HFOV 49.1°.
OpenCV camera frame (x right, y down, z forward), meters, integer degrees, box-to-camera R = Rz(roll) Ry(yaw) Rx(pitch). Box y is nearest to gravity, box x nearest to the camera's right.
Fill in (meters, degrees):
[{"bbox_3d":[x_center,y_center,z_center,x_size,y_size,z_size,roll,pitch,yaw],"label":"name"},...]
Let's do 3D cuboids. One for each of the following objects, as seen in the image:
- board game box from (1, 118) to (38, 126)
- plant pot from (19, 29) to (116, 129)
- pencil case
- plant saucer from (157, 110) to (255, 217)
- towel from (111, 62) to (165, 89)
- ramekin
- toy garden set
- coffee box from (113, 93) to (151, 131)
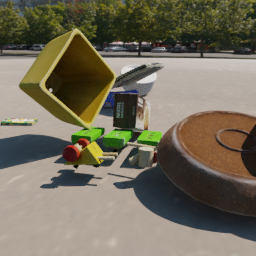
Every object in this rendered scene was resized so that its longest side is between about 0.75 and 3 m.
[{"bbox_3d":[-3.384,-0.193,8.758,0.988,0.116,0.517,1,20,1],"label":"board game box"},{"bbox_3d":[-1.626,-1.101,6.790,1.681,1.632,1.643,4,60,40],"label":"plant pot"},{"bbox_3d":[-0.288,-1.159,10.885,1.552,0.674,0.606,-4,8,-8],"label":"pencil case"},{"bbox_3d":[1.796,0.342,4.722,2.593,0.447,2.593,1,30,0],"label":"plant saucer"},{"bbox_3d":[0.199,-1.969,10.915,2.174,0.375,2.093,-20,4,28],"label":"towel"},{"bbox_3d":[0.470,-2.296,13.579,1.771,0.825,1.771,5,40,-5],"label":"ramekin"},{"bbox_3d":[0.054,0.466,5.786,2.549,0.509,2.125,4,10,10],"label":"toy garden set"},{"bbox_3d":[0.134,-0.368,7.269,0.593,0.839,1.485,3,-3,17],"label":"coffee box"}]
